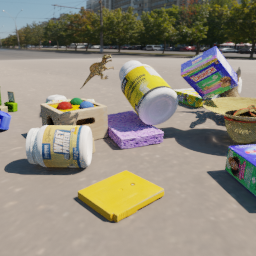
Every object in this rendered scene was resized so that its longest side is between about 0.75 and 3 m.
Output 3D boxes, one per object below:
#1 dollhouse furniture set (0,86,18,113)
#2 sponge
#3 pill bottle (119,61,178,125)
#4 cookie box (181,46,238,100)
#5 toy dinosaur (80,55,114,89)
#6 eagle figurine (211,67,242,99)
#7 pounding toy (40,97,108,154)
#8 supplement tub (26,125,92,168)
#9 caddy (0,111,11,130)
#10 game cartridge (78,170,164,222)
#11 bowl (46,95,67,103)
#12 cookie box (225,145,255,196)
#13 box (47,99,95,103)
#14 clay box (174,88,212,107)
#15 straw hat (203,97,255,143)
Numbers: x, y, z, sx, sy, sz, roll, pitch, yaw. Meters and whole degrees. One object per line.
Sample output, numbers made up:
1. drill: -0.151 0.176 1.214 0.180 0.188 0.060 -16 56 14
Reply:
1. dollhouse furniture set: -5.963 -1.077 11.814 1.374 1.052 2.097 10 20 29
2. sponge: -0.010 -0.021 9.411 1.415 0.378 2.536 -9 23 -20
3. pill bottle: 0.563 -1.308 9.513 1.377 1.377 2.458 -7 40 -22
4. cookie box: 2.600 -1.697 8.971 1.259 1.471 0.553 -23 45 36
5. toy dinosaur: -0.833 -1.584 7.732 0.657 1.298 0.378 7 47 -51
6. eagle figurine: 4.006 -1.374 11.089 1.915 1.905 2.524 22 11 -18
7. pounding toy: -1.748 -0.133 8.581 2.316 1.206 2.637 -12 21 -34
8. supplement tub: -1.667 0.456 6.972 1.447 1.047 1.047 0 18 1
9. caddy: -4.703 -0.260 9.972 0.871 0.647 1.232 15 5 -38
10. game cartridge: -0.141 1.333 5.661 1.340 0.217 1.181 -18 25 -39
11. bowl: -3.663 -1.473 14.296 0.884 0.331 0.886 14 23 38
12. cookie box: 3.244 0.954 6.027 1.518 0.667 1.775 -3 18 -10
13. box: -2.495 -0.885 12.152 2.128 0.515 1.249 -1 18 -12
14. clay box: 3.411 -1.528 14.014 1.401 0.580 2.439 -7 19 -21
15. straw hat: 3.647 -0.139 8.691 2.693 1.140 2.693 -2 19 1
